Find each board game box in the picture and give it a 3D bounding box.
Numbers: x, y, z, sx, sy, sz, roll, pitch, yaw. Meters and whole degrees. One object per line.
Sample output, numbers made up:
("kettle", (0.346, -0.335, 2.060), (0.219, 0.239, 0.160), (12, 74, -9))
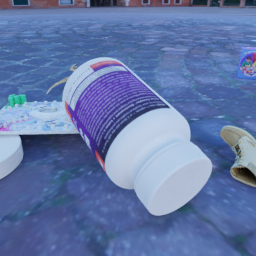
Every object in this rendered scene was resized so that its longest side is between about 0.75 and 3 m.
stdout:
("board game box", (5.519, -2.614, 11.472), (1.844, 1.239, 0.413), (10, 28, 18))
("board game box", (-2.162, -0.476, 7.638), (2.849, 0.368, 2.848), (-1, 19, -6))

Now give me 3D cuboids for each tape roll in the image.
("tape roll", (-3.353, 0.587, 5.968), (2.118, 0.387, 2.118), (-1, 26, 0))

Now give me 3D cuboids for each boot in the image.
("boot", (2.274, 0.541, 5.699), (1.273, 0.463, 0.989), (44, 46, 19))

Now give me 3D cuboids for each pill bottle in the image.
("pill bottle", (0.068, 0.051, 4.982), (1.591, 1.591, 2.855), (-15, 44, -28))

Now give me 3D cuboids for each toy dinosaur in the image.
("toy dinosaur", (-1.959, -1.920, 10.685), (2.481, 0.722, 1.254), (-10, 30, -20))
